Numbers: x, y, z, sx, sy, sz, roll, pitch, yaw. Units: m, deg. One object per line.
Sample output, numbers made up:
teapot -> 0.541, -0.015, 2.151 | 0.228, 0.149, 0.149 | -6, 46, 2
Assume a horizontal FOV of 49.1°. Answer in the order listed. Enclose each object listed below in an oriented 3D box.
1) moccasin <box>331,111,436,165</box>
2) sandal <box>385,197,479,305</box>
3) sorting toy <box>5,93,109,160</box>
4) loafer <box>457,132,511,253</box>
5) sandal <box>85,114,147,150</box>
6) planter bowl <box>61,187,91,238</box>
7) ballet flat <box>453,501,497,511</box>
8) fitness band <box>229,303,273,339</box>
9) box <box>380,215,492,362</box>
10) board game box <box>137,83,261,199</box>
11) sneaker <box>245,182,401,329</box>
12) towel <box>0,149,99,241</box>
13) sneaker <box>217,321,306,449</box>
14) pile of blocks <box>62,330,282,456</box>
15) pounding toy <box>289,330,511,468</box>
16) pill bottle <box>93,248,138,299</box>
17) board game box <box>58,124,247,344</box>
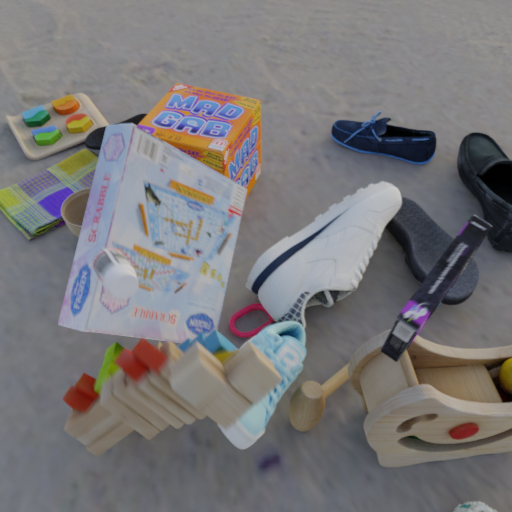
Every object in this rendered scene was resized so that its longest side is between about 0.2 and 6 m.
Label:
moccasin -> 2.831, -2.741, 12.363 | 2.326, 0.793, 0.936 | 14, 49, 12
sandal -> 3.076, -0.087, 10.167 | 1.096, 0.617, 2.883 | -2, 37, -11
sorting toy -> -4.587, -3.101, 12.987 | 2.016, 0.368, 1.866 | -24, 52, -21
loafer -> 4.771, -1.495, 10.991 | 1.088, 1.125, 3.205 | 0, 47, 0
sandal -> -2.956, -2.677, 12.622 | 0.786, 0.472, 2.094 | 29, 39, 17
planter bowl -> -3.028, -0.674, 10.515 | 1.081, 0.728, 1.081 | 0, 48, 0
ballet flat -> 3.241, 3.775, 6.430 | 0.812, 0.812, 2.264 | -34, 56, -27
fitness band -> -0.074, 1.085, 9.310 | 0.771, 0.144, 0.554 | -27, 50, -24
box -> 2.001, 0.392, 6.292 | 0.280, 1.108, 1.550 | 34, 70, 18
board game box -> -1.067, -1.968, 10.949 | 1.825, 1.825, 1.826 | 15, 49, 15
sneaker -> 1.435, -0.013, 9.672 | 3.348, 1.279, 1.348 | -37, 69, -18
towel -> -3.966, -1.359, 11.455 | 2.383, 0.271, 1.711 | -35, 57, -28
sneaker -> 0.133, 1.511, 7.548 | 0.928, 1.029, 2.511 | 45, 21, -6
pile of blocks -> -1.278, 1.374, 6.882 | 3.574, 1.111, 1.467 | -24, 30, 39
pounding toy -> 2.197, 1.523, 7.628 | 3.507, 2.005, 2.012 | -5, 48, -5
pill bottle -> -1.546, 0.197, 6.176 | 0.371, 0.371, 0.640 | -23, 34, -19
board game box -> -1.302, -0.119, 8.003 | 0.547, 2.657, 2.651 | 7, 81, 34
